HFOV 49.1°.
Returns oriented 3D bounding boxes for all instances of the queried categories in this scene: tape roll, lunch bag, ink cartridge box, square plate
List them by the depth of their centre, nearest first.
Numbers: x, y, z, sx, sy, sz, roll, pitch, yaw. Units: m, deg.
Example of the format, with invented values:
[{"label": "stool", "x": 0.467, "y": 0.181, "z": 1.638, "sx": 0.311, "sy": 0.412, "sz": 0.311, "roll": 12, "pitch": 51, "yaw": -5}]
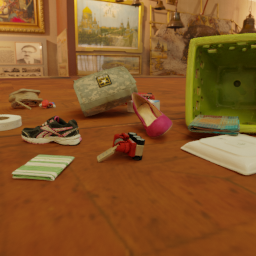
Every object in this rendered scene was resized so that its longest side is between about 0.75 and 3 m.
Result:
[{"label": "square plate", "x": 2.687, "y": 0.504, "z": 6.721, "sx": 2.056, "sy": 0.292, "sz": 2.037, "roll": -7, "pitch": 15, "yaw": -28}, {"label": "tape roll", "x": -4.508, "y": -0.187, "z": 9.659, "sx": 1.613, "sy": 0.295, "sz": 1.613, "roll": -1, "pitch": 13, "yaw": 0}, {"label": "lunch bag", "x": -0.994, "y": -1.566, "z": 11.842, "sx": 2.359, "sy": 1.691, "sz": 2.877, "roll": -18, "pitch": 17, "yaw": -7}, {"label": "ink cartridge box", "x": 0.685, "y": -0.969, "z": 12.477, "sx": 1.210, "sy": 0.510, "sz": 0.875, "roll": 10, "pitch": 19, "yaw": 37}]

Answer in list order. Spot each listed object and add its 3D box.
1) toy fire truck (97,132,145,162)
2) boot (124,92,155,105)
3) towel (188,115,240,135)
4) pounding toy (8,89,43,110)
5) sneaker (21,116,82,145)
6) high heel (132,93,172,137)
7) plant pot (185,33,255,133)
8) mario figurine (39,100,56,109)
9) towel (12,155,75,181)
[{"label": "toy fire truck", "x": -0.216, "y": 0.457, "z": 6.494, "sx": 0.996, "sy": 0.641, "sz": 0.876, "roll": 6, "pitch": 11, "yaw": -19}, {"label": "boot", "x": 0.549, "y": -1.630, "z": 14.924, "sx": 1.555, "sy": 0.781, "sz": 2.156, "roll": 7, "pitch": 11, "yaw": 22}, {"label": "towel", "x": 2.622, "y": -0.155, "z": 8.426, "sx": 1.386, "sy": 0.205, "sz": 1.890, "roll": 5, "pitch": 15, "yaw": 20}, {"label": "pounding toy", "x": -5.067, "y": -1.207, "z": 13.651, "sx": 1.097, "sy": 1.101, "sz": 1.919, "roll": -25, "pitch": -12, "yaw": 33}, {"label": "sneaker", "x": -2.111, "y": 0.015, "z": 7.797, "sx": 1.729, "sy": 0.746, "sz": 0.694, "roll": 2, "pitch": 12, "yaw": 9}, {"label": "high heel", "x": 0.630, "y": -0.484, "z": 8.561, "sx": 0.796, "sy": 1.134, "sz": 2.365, "roll": -35, "pitch": 16, "yaw": 7}, {"label": "plant pot", "x": 3.777, "y": -1.479, "z": 9.700, "sx": 2.961, "sy": 2.976, "sz": 2.700, "roll": 5, "pitch": 8, "yaw": 25}, {"label": "mario figurine", "x": -3.910, "y": -1.073, "z": 13.610, "sx": 0.571, "sy": 0.491, "sz": 0.926, "roll": -34, "pitch": -4, "yaw": 10}, {"label": "towel", "x": -1.713, "y": 0.799, "z": 5.802, "sx": 0.891, "sy": 0.137, "sz": 1.168, "roll": 2, "pitch": 12, "yaw": 7}]
